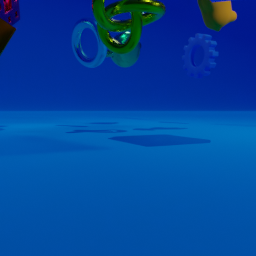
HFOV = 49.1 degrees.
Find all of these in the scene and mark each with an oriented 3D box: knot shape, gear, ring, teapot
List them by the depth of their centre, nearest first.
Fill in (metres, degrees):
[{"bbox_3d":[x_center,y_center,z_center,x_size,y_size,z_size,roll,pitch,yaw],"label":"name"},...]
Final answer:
[{"bbox_3d":[0.051,-2.431,6.051,1.550,0.766,1.657,-9,-36,-1],"label":"knot shape"},{"bbox_3d":[-1.181,-2.545,8.405,1.459,1.459,0.292,3,20,41],"label":"ring"},{"bbox_3d":[-0.150,-2.922,10.381,2.027,1.260,0.992,-26,32,-31],"label":"teapot"},{"bbox_3d":[2.717,-2.741,10.710,0.300,1.621,1.621,-4,5,-30],"label":"gear"}]

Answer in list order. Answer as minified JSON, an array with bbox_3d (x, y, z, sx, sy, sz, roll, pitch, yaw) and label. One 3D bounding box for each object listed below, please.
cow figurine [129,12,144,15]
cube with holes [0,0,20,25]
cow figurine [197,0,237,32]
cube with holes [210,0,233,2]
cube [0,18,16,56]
[{"bbox_3d":[0.302,-3.836,9.372,0.488,0.875,0.889,-27,-23,11],"label":"cow figurine"},{"bbox_3d":[-3.754,-3.391,7.254,1.313,1.313,1.313,12,39,0],"label":"cube with holes"},{"bbox_3d":[1.899,-3.035,6.611,0.859,1.565,1.539,-1,24,46],"label":"cow figurine"},{"bbox_3d":[1.502,-2.701,3.832,1.274,1.274,1.274,19,7,-34],"label":"cube with holes"},{"bbox_3d":[-3.274,-2.138,6.580,0.821,0.821,0.821,32,-19,-28],"label":"cube"}]
